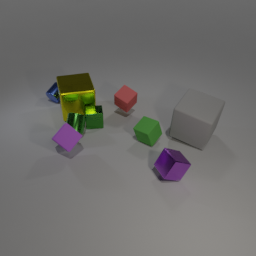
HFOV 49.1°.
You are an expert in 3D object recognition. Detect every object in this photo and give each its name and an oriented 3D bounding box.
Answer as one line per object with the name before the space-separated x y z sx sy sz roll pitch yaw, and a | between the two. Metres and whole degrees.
cube | 2.484 -0.339 10.191 1.400 1.400 1.400 25 50 20
cube | -0.095 -1.220 11.677 0.700 0.700 0.700 35 66 17
cube | -1.369 -0.442 11.345 0.700 0.700 0.700 -4 34 -7
cube | 0.730 0.112 10.264 0.700 0.700 0.700 22 59 36
cylinder | -1.989 -0.161 10.629 0.700 0.700 0.700 9 -10 2
cylinder | -3.323 -1.647 12.982 0.700 0.700 0.700 21 64 29
cube | -2.186 -1.330 11.879 1.400 1.400 1.400 -10 44 -14
cube | -2.078 0.320 9.503 0.700 0.700 0.700 -52 13 -13
cube | 1.372 1.136 8.696 0.700 0.700 0.700 14 26 -35
